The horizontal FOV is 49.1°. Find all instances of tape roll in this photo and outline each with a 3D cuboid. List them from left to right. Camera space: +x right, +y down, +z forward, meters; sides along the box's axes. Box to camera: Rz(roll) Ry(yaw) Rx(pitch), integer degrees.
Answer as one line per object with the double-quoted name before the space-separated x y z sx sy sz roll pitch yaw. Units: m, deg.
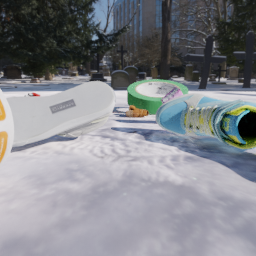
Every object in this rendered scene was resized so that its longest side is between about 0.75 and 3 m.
"tape roll" 1.399 -1.548 13.367 2.885 0.693 2.885 0 28 0

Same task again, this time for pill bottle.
"pill bottle" -2.855 0.130 2.920 1.663 1.663 2.965 4 9 21

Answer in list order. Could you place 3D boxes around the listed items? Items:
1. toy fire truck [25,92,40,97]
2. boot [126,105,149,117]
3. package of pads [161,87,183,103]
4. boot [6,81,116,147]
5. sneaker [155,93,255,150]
"toy fire truck" -3.456 -0.818 11.341 1.612 0.557 2.286 22 25 2
"boot" 0.444 -0.705 11.752 0.880 0.435 1.133 1 11 12
"package of pads" 1.648 -0.734 9.375 0.704 1.169 0.442 -39 36 2
"boot" -1.670 -0.086 6.144 2.894 1.064 1.383 -15 -20 -15
"sneaker" 1.907 -0.217 6.559 2.959 1.177 1.932 1 9 21
